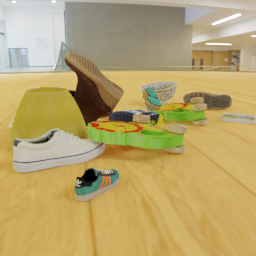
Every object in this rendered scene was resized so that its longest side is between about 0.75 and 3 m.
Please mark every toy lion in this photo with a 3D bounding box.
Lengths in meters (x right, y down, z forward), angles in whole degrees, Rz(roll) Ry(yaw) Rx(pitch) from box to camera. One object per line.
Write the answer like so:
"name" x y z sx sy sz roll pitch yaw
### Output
"toy lion" 2.308 -0.779 13.120 2.555 0.915 2.666 -5 14 11
"toy lion" 0.134 0.172 8.719 2.505 0.897 2.613 -5 15 -41

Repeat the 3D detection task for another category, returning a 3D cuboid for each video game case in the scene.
"video game case" 5.113 -0.451 12.913 1.487 0.170 1.353 8 17 23

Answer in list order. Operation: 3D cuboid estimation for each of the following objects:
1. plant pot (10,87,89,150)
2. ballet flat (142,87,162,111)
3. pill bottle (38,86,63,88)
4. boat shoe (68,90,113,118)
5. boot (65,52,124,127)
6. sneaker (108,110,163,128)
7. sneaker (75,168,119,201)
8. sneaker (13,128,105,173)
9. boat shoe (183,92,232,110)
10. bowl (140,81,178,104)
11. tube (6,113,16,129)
"plant pot" -2.639 -0.374 9.370 2.584 1.834 2.584 0 16 0
"ballet flat" 0.956 -1.067 11.671 0.714 0.714 2.021 -1 27 -4
"pill bottle" -4.844 -2.002 17.014 1.895 1.035 1.035 3 15 11
"boat shoe" -1.891 -1.130 12.903 2.581 0.909 0.908 10 -30 -12
"boot" -1.720 -1.286 10.411 2.651 2.205 0.959 37 30 -25
"sneaker" 0.222 -0.308 11.115 2.300 0.851 0.946 3 16 -28
"sneaker" -0.644 1.116 6.272 0.490 0.549 1.374 9 17 31
"sneaker" -1.816 0.495 7.817 2.675 0.947 0.977 -11 19 -36
"boat shoe" 4.293 -1.475 15.417 2.663 1.008 0.956 6 9 -5
"bowl" 1.886 -2.036 16.790 2.277 1.069 2.277 -8 21 3
"tube" -4.550 -0.344 11.887 0.673 0.602 2.319 -41 24 -1
